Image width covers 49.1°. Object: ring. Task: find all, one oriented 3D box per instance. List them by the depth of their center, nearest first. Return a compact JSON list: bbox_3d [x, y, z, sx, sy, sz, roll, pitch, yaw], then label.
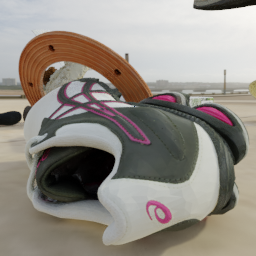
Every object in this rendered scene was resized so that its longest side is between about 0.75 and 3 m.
[{"bbox_3d":[-0.460,-0.282,3.167,1.746,1.746,0.168,4,44,31],"label":"ring"}]

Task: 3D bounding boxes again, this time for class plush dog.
[{"bbox_3d":[-1.773,-0.921,8.248,1.842,2.296,1.972,-37,14,-22],"label":"plush dog"}]

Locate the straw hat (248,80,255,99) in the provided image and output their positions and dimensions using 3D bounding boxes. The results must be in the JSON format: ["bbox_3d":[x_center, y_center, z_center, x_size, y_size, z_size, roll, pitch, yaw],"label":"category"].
[{"bbox_3d":[4.800,-0.694,8.830,2.202,0.932,2.202,-2,37,1],"label":"straw hat"}]

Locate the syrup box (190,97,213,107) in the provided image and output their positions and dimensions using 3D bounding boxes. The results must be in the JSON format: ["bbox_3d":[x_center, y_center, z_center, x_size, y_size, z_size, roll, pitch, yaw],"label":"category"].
[{"bbox_3d":[1.246,-0.335,6.620,0.801,0.775,1.967,6,10,41],"label":"syrup box"}]

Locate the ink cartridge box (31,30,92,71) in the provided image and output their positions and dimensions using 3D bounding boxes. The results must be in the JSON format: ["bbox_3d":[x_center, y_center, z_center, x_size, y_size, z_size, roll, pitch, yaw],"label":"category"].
[{"bbox_3d":[-2.312,-2.802,10.258,0.508,1.720,2.149,-46,-9,31],"label":"ink cartridge box"}]

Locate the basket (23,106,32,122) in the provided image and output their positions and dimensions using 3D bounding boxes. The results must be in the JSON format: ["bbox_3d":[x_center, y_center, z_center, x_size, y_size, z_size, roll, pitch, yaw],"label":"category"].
[{"bbox_3d":[-2.674,-0.397,8.476,0.755,0.513,0.680,4,13,3],"label":"basket"}]

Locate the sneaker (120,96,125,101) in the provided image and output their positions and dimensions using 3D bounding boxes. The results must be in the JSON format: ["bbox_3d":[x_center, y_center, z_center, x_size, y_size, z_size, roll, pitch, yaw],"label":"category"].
[{"bbox_3d":[-0.362,-0.180,5.611,1.167,0.877,2.344,-7,0,-22],"label":"sneaker"}]

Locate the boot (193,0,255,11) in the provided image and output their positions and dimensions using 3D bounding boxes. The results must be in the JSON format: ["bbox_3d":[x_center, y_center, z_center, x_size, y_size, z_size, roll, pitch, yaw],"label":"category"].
[{"bbox_3d":[2.188,-3.081,4.678,0.894,1.870,2.476,-13,17,-40],"label":"boot"}]

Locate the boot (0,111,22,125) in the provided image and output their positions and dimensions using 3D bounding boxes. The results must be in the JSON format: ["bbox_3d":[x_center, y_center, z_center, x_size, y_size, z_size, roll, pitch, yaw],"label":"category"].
[{"bbox_3d":[-3.425,-0.210,7.123,0.992,0.395,1.204,-10,2,6],"label":"boot"}]

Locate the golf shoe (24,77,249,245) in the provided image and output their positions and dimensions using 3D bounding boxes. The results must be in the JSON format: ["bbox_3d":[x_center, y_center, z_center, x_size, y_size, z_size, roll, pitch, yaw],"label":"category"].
[{"bbox_3d":[-0.428,0.099,2.353,1.147,1.005,2.604,-15,15,-41],"label":"golf shoe"}]
